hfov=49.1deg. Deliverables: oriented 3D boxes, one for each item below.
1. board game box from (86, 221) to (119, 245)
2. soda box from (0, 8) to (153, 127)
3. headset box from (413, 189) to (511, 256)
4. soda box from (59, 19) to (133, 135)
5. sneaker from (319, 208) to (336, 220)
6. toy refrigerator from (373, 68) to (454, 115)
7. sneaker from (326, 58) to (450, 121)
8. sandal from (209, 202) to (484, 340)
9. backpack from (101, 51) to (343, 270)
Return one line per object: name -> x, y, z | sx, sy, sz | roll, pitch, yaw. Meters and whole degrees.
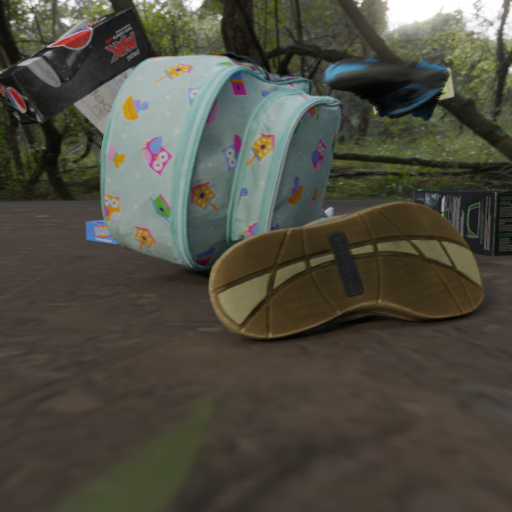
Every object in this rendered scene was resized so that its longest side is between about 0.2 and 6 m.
board game box -> -2.756, -0.633, 13.698 | 2.206, 0.496, 1.678 | -7, 10, -44
soda box -> -3.182, -3.393, 9.945 | 0.862, 0.963, 2.721 | 9, 45, 42
headset box -> 5.054, -0.817, 12.131 | 2.367, 1.261, 2.719 | -3, 8, -20
soda box -> -3.001, -3.328, 12.164 | 1.043, 3.275, 1.115 | -27, 29, 35
sneaker -> 1.244, -0.601, 13.034 | 1.049, 0.892, 2.299 | -14, -2, 19
toy refrigerator -> 3.865, -4.082, 13.961 | 1.878, 0.713, 0.657 | -10, 7, 8
sneaker -> 2.171, -2.700, 9.227 | 2.338, 0.957, 0.856 | -4, 30, -25
sandal -> 0.923, 0.197, 5.586 | 3.083, 1.238, 0.833 | -8, -12, -23
backpack -> -0.421, -1.289, 8.113 | 2.696, 3.092, 3.517 | 23, 21, 29
